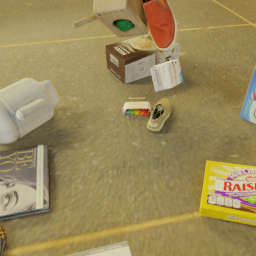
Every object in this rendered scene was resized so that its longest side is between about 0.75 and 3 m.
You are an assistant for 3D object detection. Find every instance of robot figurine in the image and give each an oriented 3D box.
[{"bbox_3d":[-3.250,-0.518,8.241,2.172,1.446,2.561,-4,28,48],"label":"robot figurine"}]

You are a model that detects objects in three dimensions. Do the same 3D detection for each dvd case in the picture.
[{"bbox_3d":[-3.444,1.392,7.001,2.881,0.230,2.142,-8,42,-9],"label":"dvd case"}]

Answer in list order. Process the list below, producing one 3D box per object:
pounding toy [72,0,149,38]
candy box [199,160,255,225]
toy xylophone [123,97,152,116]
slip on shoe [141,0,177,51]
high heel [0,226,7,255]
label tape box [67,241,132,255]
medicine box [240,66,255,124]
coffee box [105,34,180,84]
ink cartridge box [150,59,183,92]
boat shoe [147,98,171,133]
[{"bbox_3d":[-0.429,-4.047,9.171,1.663,2.339,2.153,2,-6,26],"label":"pounding toy"},{"bbox_3d":[3.250,1.560,6.430,2.989,0.395,1.528,5,39,18],"label":"candy box"},{"bbox_3d":[0.321,-0.728,9.408,1.016,0.255,0.744,5,41,5],"label":"toy xylophone"},{"bbox_3d":[0.809,-3.527,8.272,0.931,2.514,0.769,-6,11,37],"label":"slip on shoe"},{"bbox_3d":[-3.127,2.397,5.647,1.215,0.434,0.866,8,46,-16],"label":"high heel"},{"bbox_3d":[-0.529,3.268,4.437,1.761,0.773,2.443,-10,42,-11],"label":"label tape box"},{"bbox_3d":[4.758,-0.877,8.283,2.149,1.958,1.106,32,50,31],"label":"medicine box"},{"bbox_3d":[0.594,-2.883,11.275,2.605,1.038,1.490,-23,46,-24],"label":"coffee box"},{"bbox_3d":[0.941,-1.258,6.656,0.340,0.590,1.019,-6,16,33],"label":"ink cartridge box"},{"bbox_3d":[1.042,-0.554,8.930,0.582,0.618,1.623,11,42,13],"label":"boat shoe"}]
